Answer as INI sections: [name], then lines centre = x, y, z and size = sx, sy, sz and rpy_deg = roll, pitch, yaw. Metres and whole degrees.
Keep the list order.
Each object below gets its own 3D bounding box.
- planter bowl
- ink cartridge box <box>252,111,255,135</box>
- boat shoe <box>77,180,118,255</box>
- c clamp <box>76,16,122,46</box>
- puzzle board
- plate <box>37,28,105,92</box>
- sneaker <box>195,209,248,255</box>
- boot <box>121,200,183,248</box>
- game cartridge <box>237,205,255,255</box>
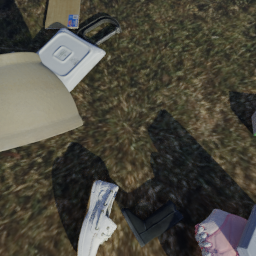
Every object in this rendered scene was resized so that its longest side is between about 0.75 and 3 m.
[planter bowl]
centre = -2.786, -0.659, 6.786
size = 2.948, 2.948, 1.984
rpy_deg = -16, 98, -9
[ink cartridge box]
centre = 4.971, -0.126, 9.744
size = 1.110, 0.461, 0.814
rpy_deg = 6, 61, 4
[boat shoe]
centre = -0.779, 2.734, 7.886
size = 0.904, 0.924, 2.609
rpy_deg = 7, 60, 5
[c clamp]
centre = -1.159, -3.960, 12.027
size = 1.949, 0.309, 2.282
rpy_deg = 36, 68, 23
[puzzle board]
centre = -2.943, -5.197, 12.760
size = 1.453, 0.168, 1.928
rpy_deg = -1, 61, -2
[plate]
centre = -2.543, -2.842, 11.169
size = 2.434, 0.393, 2.429
rpy_deg = 34, 71, 18
[sneaker]
centre = 2.247, 3.462, 7.433
size = 1.476, 1.063, 2.823
rpy_deg = 26, 61, 16
[boot]
centre = 0.705, 2.553, 8.220
size = 1.476, 0.485, 1.217
rpy_deg = -30, 75, -11
[game cartridge]
centre = 3.644, 3.186, 7.282
size = 2.155, 0.441, 1.434
rpy_deg = 46, 60, -21
